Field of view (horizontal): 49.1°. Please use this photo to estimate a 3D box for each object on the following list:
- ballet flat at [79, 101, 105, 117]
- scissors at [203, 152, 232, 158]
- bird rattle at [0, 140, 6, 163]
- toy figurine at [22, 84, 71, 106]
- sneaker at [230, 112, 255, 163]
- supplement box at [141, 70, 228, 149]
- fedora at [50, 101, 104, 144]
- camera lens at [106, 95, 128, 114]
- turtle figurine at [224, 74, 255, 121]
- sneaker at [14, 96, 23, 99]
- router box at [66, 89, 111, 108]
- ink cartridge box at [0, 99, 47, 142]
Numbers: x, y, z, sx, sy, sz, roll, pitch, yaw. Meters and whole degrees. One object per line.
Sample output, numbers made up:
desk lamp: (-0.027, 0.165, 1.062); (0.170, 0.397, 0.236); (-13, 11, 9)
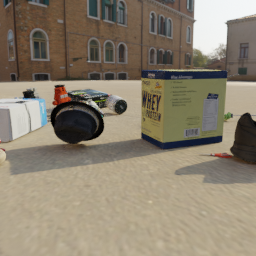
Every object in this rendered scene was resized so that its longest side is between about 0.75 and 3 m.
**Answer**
ballet flat: (-1.927, -0.935, 13.115); (2.202, 0.792, 0.792); (7, 14, 32)
scissors: (2.305, 0.721, 7.513); (0.924, 0.064, 0.338); (1, 14, -3)
bird rattle: (-3.569, 0.681, 6.883); (1.176, 0.813, 1.443); (19, 7, 25)
toy figurine: (-3.739, -1.122, 12.987); (2.123, 1.500, 2.156); (-9, 16, -14)
sneaker: (4.037, 0.262, 6.709); (2.929, 1.329, 1.112); (5, 12, 18)
supplement box: (1.713, -0.701, 8.875); (2.247, 2.244, 1.508); (-5, 13, -22)
fedora: (-1.538, -0.003, 8.140); (1.633, 1.633, 0.746); (2, 37, 7)
camera lens: (-0.569, -1.181, 14.145); (0.820, 0.820, 1.025); (-7, 22, -31)
turtle figurine: (3.856, -1.295, 12.418); (2.721, 1.958, 2.638); (7, 18, 44)
sneaker: (-6.265, -1.628, 17.009); (0.581, 0.591, 1.535); (4, 12, 26)
router box: (-2.333, -1.665, 16.156); (1.817, 0.753, 2.424); (18, 20, 29)
ink cartridge box: (-4.389, -0.391, 10.108); (1.913, 1.104, 2.637); (2, 12, 8)
